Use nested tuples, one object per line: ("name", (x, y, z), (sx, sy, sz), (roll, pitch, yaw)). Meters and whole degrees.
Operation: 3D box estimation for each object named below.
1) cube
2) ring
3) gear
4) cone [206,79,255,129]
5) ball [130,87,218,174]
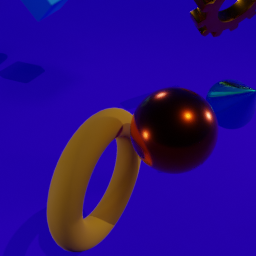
("cube", (-2.327, -3.818, 7.834), (1.001, 1.001, 1.001), (-14, 30, 50))
("ring", (-0.320, 0.638, 3.521), (0.364, 1.821, 1.821), (17, 44, 23))
("gear", (2.458, -3.003, 6.440), (2.069, 2.069, 0.383), (-19, 69, -20))
("cone", (2.050, -0.535, 5.021), (1.009, 1.013, 1.009), (0, 83, -4))
("ball", (0.465, 0.024, 2.882), (0.889, 0.889, 0.889), (0, 42, 0))
